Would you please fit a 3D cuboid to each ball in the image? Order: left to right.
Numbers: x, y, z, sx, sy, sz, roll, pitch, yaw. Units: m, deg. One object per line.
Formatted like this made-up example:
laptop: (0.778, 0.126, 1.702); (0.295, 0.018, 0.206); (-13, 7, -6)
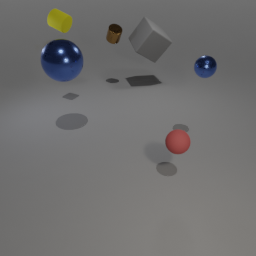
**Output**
ball: (-2.191, -2.248, 9.353); (1.400, 1.400, 1.400); (0, 29, 0)
ball: (1.396, 0.389, 7.851); (0.700, 0.700, 0.700); (0, 29, 0)
ball: (2.438, -1.925, 8.821); (0.700, 0.700, 0.700); (0, 29, 0)

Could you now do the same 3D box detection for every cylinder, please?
cylinder: (-2.656, -4.182, 10.934); (0.700, 0.700, 0.700); (30, 37, 10)
cylinder: (-0.689, -4.682, 13.944); (0.700, 0.700, 0.700); (7, 61, -13)

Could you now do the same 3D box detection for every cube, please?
cube: (1.116, -4.487, 14.298); (1.400, 1.400, 1.400); (19, 36, -37)
